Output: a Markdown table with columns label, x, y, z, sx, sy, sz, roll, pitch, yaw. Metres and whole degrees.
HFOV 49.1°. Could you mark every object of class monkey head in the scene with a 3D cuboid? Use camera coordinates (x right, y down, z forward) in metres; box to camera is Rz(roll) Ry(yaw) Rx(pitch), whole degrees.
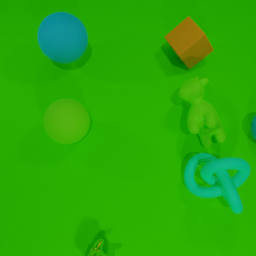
| label | x | y | z | sx | sy | sz | roll | pitch | yaw |
| --- | --- | --- | --- | --- | --- | --- | --- | --- | --- |
| monkey head | -0.545 | 2.699 | 5.696 | 0.609 | 1.010 | 0.727 | 44 | 31 | -11 |

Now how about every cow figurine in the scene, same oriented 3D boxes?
| label | x | y | z | sx | sy | sz | roll | pitch | yaw |
| --- | --- | --- | --- | --- | --- | --- | --- | --- | --- |
| cow figurine | 1.907 | -0.474 | 7.285 | 0.872 | 1.589 | 1.563 | -23 | 44 | 27 |

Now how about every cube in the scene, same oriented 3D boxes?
| label | x | y | z | sx | sy | sz | roll | pitch | yaw |
| --- | --- | --- | --- | --- | --- | --- | --- | --- | --- |
| cube | 1.817 | -2.511 | 8.339 | 0.911 | 0.911 | 0.911 | -38 | 57 | 17 |

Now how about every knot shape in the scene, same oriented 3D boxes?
| label | x | y | z | sx | sy | sz | roll | pitch | yaw |
| --- | --- | --- | --- | --- | --- | --- | --- | --- | --- |
| knot shape | 2.034 | 1.094 | 6.172 | 1.560 | 1.460 | 0.721 | 37 | 54 | 18 |

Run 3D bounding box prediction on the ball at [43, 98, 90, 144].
| label | x | y | z | sx | sy | sz | roll | pitch | yaw |
| --- | --- | --- | --- | --- | --- | --- | --- | --- | --- |
| ball | -1.553 | -0.169 | 7.135 | 1.161 | 1.161 | 1.161 | 0 | 61 | 0 |

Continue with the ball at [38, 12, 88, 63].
| label | x | y | z | sx | sy | sz | roll | pitch | yaw |
| --- | --- | --- | --- | --- | --- | --- | --- | --- | --- |
| ball | -1.822 | -2.522 | 7.884 | 1.372 | 1.372 | 1.372 | 0 | 61 | 0 |

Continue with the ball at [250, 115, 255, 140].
| label | x | y | z | sx | sy | sz | roll | pitch | yaw |
| --- | --- | --- | --- | --- | --- | --- | --- | --- | --- |
| ball | 3.668 | -0.010 | 7.200 | 0.959 | 0.959 | 0.959 | 0 | 61 | 0 |
